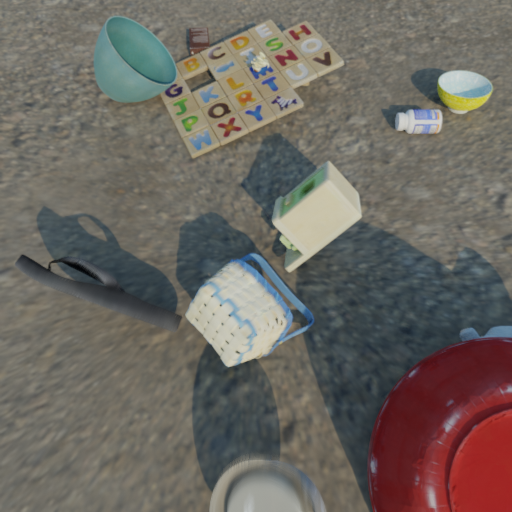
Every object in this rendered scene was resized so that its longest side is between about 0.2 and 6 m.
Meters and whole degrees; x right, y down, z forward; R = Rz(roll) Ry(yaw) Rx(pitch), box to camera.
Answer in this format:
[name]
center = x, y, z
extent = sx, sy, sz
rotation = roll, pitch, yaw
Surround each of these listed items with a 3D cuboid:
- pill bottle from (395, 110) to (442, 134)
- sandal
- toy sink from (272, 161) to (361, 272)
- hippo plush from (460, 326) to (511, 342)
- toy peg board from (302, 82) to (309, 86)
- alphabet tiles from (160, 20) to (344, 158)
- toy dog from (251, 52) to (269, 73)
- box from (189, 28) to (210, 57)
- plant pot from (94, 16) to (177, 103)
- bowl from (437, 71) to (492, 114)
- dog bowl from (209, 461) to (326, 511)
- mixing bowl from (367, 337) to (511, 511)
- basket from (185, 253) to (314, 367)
[pill bottle]
center = 3.428, -2.846, 11.867
extent = 0.881, 0.494, 0.494
rotation = 0, 50, 0
[sandal]
center = -2.322, 0.475, 8.501
extent = 2.562, 0.974, 0.548
rotation = 21, 80, -5
[toy sink]
center = 0.824, -0.656, 9.089
extent = 0.867, 1.548, 1.009
rotation = 45, 24, -15
[hippo plush]
center = 3.590, 1.843, 7.460
extent = 2.239, 1.783, 1.800
rotation = -20, 20, -36
[toy peg board]
center = 0.685, -4.725, 13.379
extent = 1.277, 0.624, 1.271
rotation = 5, 50, 4
[alphabet tiles]
center = -0.185, -3.962, 12.438
extent = 3.839, 0.145, 3.209
rotation = -26, 53, -2
[toy dog]
center = 0.068, -4.126, 12.047
extent = 0.365, 0.376, 0.262
rotation = 26, 56, -24
[box]
center = -1.415, -5.320, 14.058
extent = 0.505, 0.378, 1.008
rotation = -4, 48, -3
[plant pot]
center = -2.831, -4.096, 12.288
extent = 1.819, 1.225, 1.819
rotation = 33, 39, -31
[bowl]
center = 4.530, -3.517, 12.346
extent = 1.145, 0.616, 1.145
rotation = 0, 47, 0
[dog bowl]
center = 0.161, 2.911, 6.142
extent = 1.374, 0.403, 1.374
rotation = -4, 82, 29
[mixing bowl]
center = 2.754, 2.368, 5.739
extent = 3.285, 1.779, 3.285
rotation = -4, 74, 13
[basket]
center = -0.095, 0.736, 8.345
extent = 1.712, 1.191, 1.509
rotation = -25, 65, -42
